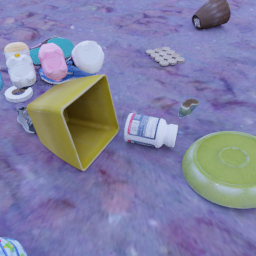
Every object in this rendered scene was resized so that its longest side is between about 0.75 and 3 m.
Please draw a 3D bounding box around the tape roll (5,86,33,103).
[{"bbox_3d":[-3.650,-1.160,9.386,0.883,0.161,0.883,0,40,0],"label":"tape roll"}]

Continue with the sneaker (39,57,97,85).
[{"bbox_3d":[-2.154,-2.114,9.943,2.020,0.901,0.793,-4,40,-4],"label":"sneaker"}]

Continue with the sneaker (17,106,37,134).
[{"bbox_3d":[-2.902,-0.281,8.013,1.044,0.603,0.392,29,49,31],"label":"sneaker"}]

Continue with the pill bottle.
[{"bbox_3d":[0.617,0.096,7.440,1.313,0.785,0.785,12,42,12],"label":"pill bottle"}]

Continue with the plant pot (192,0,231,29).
[{"bbox_3d":[3.947,-5.486,13.711,1.515,1.416,1.416,-31,48,-13],"label":"plant pot"}]

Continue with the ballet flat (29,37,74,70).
[{"bbox_3d":[-3.176,-2.780,10.701,1.000,0.971,2.809,-18,19,32],"label":"ballet flat"}]

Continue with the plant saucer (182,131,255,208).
[{"bbox_3d":[2.512,0.800,6.698,2.407,0.374,2.407,-6,39,5],"label":"plant saucer"}]

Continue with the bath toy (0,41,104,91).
[{"bbox_3d":[-2.083,-1.647,7.189,2.913,1.076,1.267,-12,82,-14],"label":"bath toy"}]

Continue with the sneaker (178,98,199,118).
[{"bbox_3d":[1.555,-0.504,7.313,0.294,0.394,0.877,33,31,23],"label":"sneaker"}]

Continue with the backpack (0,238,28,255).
[{"bbox_3d":[-2.437,2.612,4.057,2.197,1.689,1.792,-12,28,-37],"label":"backpack"}]

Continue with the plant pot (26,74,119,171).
[{"bbox_3d":[-1.485,-0.255,7.245,1.584,1.796,1.796,9,40,29],"label":"plant pot"}]

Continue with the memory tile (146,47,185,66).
[{"bbox_3d":[1.529,-2.956,11.529,1.132,0.124,1.477,-17,43,-19],"label":"memory tile"}]
